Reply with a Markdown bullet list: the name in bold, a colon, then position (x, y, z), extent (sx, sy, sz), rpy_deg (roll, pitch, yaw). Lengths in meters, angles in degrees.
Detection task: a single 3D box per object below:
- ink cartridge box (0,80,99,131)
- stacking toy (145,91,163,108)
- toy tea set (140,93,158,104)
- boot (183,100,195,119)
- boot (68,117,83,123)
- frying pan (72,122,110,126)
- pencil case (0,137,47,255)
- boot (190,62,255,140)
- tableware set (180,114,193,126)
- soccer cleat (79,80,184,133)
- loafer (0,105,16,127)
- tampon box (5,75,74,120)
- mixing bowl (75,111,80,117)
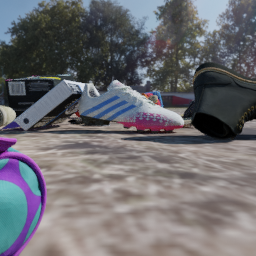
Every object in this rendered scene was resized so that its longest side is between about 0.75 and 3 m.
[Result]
- **ink cartridge box**: position (-2.214, -0.518, 8.442), extent (2.363, 0.513, 2.341), rpy_deg (-33, -1, 13)
- **stacking toy**: position (0.626, -0.928, 13.602), extent (1.377, 1.303, 2.373), rpy_deg (-5, 12, 33)
- **toy tea set**: position (0.933, -0.899, 12.737), extent (1.067, 0.664, 1.794), rpy_deg (-9, 41, 15)
- **boot**: position (2.282, -0.571, 9.066), extent (0.346, 1.000, 0.870), rpy_deg (31, -14, -28)
- **boot**: position (-1.765, -0.279, 10.434), extent (0.778, 0.269, 0.677), rpy_deg (-7, 5, 17)
- **frying pan**: position (-1.210, -0.198, 9.652), extent (0.897, 0.241, 1.482), rpy_deg (-3, 9, -38)
- **pencil case**: position (-1.034, 0.293, 1.389), extent (1.300, 0.601, 0.553), rpy_deg (4, -1, 29)
- **boot**: position (2.586, -0.244, 5.923), extent (2.696, 1.044, 1.865), rpy_deg (16, 45, 6)
- **tableware set**: position (2.402, -0.325, 9.290), extent (1.967, 0.273, 2.354), rpy_deg (-10, 9, 6)
- **soccer cleat**: position (0.046, -0.597, 7.347), extent (2.878, 1.243, 1.005), rpy_deg (7, 6, 12)
- **loafer**: position (-4.083, -0.328, 8.012), extent (2.117, 0.801, 0.723), rpy_deg (8, 5, 26)
- **tampon box**: position (-3.567, -1.347, 11.933), extent (1.993, 1.679, 2.659), rpy_deg (0, 15, 5)
- **mixing bowl**: position (-2.176, -1.081, 14.927), extent (1.945, 1.053, 1.945), rpy_deg (0, 4, 0)
